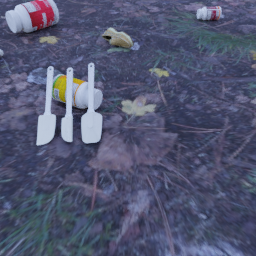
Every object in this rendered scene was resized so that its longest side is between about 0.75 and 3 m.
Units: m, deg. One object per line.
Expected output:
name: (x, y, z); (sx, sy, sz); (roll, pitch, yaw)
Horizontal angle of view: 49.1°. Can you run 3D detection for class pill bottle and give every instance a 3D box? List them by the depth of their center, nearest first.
pill bottle: (-1.635, -1.119, 8.988); (1.549, 0.860, 0.860); (20, 46, 20)
pill bottle: (-4.542, -5.319, 13.348); (2.229, 1.251, 1.251); (-32, 51, -31)
pill bottle: (4.182, -5.927, 14.489); (1.132, 0.639, 0.639); (-3, 42, -4)

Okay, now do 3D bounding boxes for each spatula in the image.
spatula: (-1.705, -0.771, 8.363); (1.853, 0.214, 2.665); (-5, 65, 5)

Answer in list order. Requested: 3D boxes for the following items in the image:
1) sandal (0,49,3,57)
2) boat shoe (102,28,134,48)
sandal: (-6.433, -3.156, 11.366); (2.639, 1.074, 0.649); (10, 84, 10)
boat shoe: (-0.492, -3.834, 12.285); (0.693, 0.652, 1.819); (-38, 45, -17)
